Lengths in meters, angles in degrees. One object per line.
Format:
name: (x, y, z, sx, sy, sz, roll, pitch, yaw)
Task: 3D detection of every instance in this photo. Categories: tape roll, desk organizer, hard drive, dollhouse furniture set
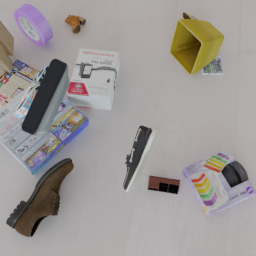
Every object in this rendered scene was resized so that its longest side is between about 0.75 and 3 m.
tape roll: (-4.099, -4.441, 12.146, 1.730, 1.730, 0.568, 33, 67, 16)
desk organizer: (1.216, 1.942, 9.552, 1.077, 0.386, 0.415, 8, 65, 4)
hard drive: (-2.164, -0.713, 7.696, 0.434, 2.637, 1.840, 24, 85, -10)
dollhouse furniture set: (-6.314, -2.986, 10.794, 2.760, 2.249, 2.625, -14, 61, 5)

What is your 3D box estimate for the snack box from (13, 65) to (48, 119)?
snack box: (-2.944, -1.113, 8.732, 0.303, 0.949, 1.634, 35, 58, -27)

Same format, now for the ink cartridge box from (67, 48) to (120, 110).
ink cartridge box: (-1.326, -2.011, 11.294, 1.684, 0.967, 2.319, 7, 62, 3)

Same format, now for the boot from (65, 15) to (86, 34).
boot: (-2.603, -4.883, 13.147, 0.879, 0.419, 1.136, 21, 52, 9)

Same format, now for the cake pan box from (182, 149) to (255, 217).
cake pan box: (3.103, 1.829, 9.552, 1.922, 0.503, 1.771, -20, 66, -10)

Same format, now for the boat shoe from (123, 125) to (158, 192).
boat shoe: (0.216, 0.825, 7.616, 0.556, 0.681, 1.843, 23, 94, 15)

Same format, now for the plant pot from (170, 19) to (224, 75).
plant pot: (2.967, -3.521, 11.731, 1.485, 1.684, 1.684, -20, 59, -19)

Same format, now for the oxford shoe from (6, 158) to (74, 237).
oxford shoe: (-2.536, 2.248, 9.114, 1.171, 1.008, 2.774, 33, 77, 11)

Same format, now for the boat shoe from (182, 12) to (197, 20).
boat shoe: (3.010, -5.233, 13.380, 0.931, 0.336, 0.302, 43, 63, 15)

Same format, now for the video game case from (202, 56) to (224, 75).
video game case: (3.637, -2.723, 12.161, 0.895, 0.115, 0.984, 1, 62, 1)

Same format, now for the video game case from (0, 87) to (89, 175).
video game case: (-3.285, -0.146, 10.261, 2.523, 0.633, 2.784, 42, 70, 8)

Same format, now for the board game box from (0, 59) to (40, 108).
board game box: (-4.521, -1.636, 11.366, 1.617, 0.494, 2.135, 28, 66, 14)
